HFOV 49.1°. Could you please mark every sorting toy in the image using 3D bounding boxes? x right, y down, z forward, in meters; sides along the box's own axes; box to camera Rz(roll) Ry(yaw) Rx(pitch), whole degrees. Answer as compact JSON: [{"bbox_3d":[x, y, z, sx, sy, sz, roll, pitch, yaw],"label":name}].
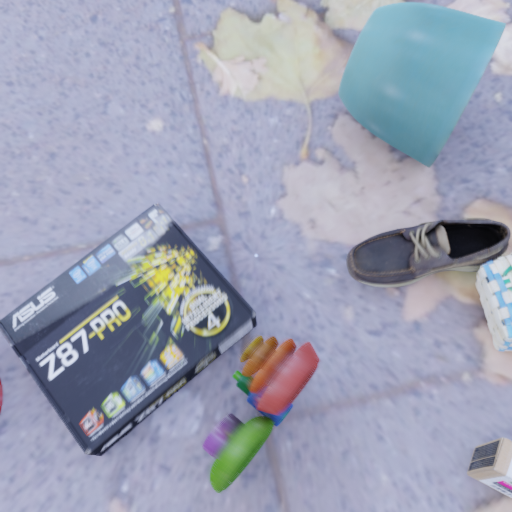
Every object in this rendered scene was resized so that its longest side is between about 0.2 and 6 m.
[{"bbox_3d":[-0.091,1.792,6.948,0.866,1.268,2.110,37,95,17],"label":"sorting toy"}]

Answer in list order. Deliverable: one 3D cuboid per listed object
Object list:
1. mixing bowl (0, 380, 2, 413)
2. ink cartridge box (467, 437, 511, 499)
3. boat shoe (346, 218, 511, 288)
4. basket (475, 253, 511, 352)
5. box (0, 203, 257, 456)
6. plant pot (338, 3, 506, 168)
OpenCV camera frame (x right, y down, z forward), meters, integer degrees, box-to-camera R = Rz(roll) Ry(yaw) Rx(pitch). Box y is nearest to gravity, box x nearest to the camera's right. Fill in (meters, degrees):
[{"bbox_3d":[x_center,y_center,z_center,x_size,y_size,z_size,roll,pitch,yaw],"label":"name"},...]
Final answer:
[{"bbox_3d":[-4.642,1.841,7.040,2.369,1.283,2.369,0,64,0],"label":"mixing bowl"},{"bbox_3d":[3.307,2.712,6.799,1.154,0.951,0.433,25,68,12],"label":"ink cartridge box"},{"bbox_3d":[2.453,-0.168,7.966,2.364,0.867,0.881,-11,67,-6],"label":"boat shoe"},{"bbox_3d":[4.068,0.580,7.623,1.806,1.256,1.593,-13,65,4],"label":"basket"},{"bbox_3d":[-1.717,0.932,7.670,2.763,0.679,2.227,-38,71,-12],"label":"box"},{"bbox_3d":[2.360,-2.752,8.582,1.814,2.260,2.260,26,68,9],"label":"plant pot"}]
